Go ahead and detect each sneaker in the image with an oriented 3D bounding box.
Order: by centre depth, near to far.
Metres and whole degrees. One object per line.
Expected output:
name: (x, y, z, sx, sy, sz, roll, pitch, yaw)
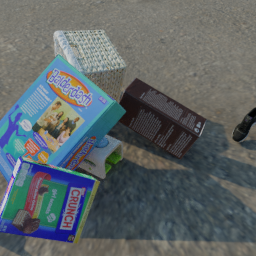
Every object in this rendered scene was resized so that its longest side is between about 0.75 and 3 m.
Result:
sneaker: (3.307, -0.132, 7.879, 0.427, 0.493, 1.127, 36, 84, 33)

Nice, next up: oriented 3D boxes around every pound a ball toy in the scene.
pound a ball toy: (-1.126, 0.206, 7.576, 2.205, 0.937, 1.438, 23, 44, 25)

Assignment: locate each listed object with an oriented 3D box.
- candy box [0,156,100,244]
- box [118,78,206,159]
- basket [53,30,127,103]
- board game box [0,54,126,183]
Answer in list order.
candy box: (-1.348, 1.243, 4.786, 1.386, 1.172, 0.534, 21, -4, -27)
box: (0.808, -0.245, 7.458, 2.197, 1.100, 0.823, 31, 47, 4)
basket: (-1.253, -1.747, 8.820, 1.644, 2.044, 2.026, -16, 58, -21)
board game box: (-1.825, -0.005, 6.593, 2.947, 0.663, 2.241, -48, 61, 1)
